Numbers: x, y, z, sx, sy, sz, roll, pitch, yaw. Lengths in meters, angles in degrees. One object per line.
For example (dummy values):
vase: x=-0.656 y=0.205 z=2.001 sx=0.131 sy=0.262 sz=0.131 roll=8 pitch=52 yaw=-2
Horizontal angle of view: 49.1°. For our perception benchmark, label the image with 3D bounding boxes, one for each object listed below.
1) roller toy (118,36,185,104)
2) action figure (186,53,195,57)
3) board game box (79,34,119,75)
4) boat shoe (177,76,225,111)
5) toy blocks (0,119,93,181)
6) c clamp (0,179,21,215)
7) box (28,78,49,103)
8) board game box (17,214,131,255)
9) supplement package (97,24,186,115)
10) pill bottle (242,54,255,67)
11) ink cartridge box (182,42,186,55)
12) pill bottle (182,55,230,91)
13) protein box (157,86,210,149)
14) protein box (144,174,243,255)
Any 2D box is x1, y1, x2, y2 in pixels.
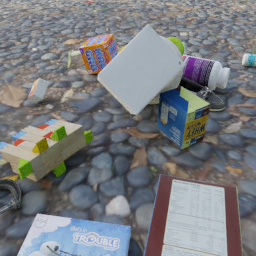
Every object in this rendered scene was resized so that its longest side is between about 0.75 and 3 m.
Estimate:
roller toy: x=0.885 y=-2.253 z=11.228 sx=2.685 sy=2.449 sz=1.876 roll=-1 pitch=-6 yaw=5
action figure: x=3.290 y=-3.658 z=14.819 sx=1.082 sy=0.552 sz=0.643 roll=-18 pitch=19 yaw=-17
board game box: x=-1.348 y=-3.659 z=13.879 sx=1.394 sy=1.395 sz=1.394 roll=-4 pitch=35 yaw=20
boat shoe: x=2.691 y=-1.574 z=11.806 sx=2.958 sy=0.843 sz=0.989 roll=27 pitch=45 yaw=31
toy blocks: x=-2.773 y=0.532 z=8.810 sx=1.929 sy=1.410 sz=2.822 roll=12 pitch=33 yaw=32
c clamp: x=-3.718 y=2.223 z=7.286 sx=1.879 sy=0.298 sz=2.199 roll=25 pitch=45 yaw=37
box: x=-3.733 y=-1.563 z=11.654 sx=0.620 sy=0.433 sz=0.814 roll=-15 pitch=55 yaw=48
board game box: x=-1.247 y=3.048 z=5.931 sx=2.338 sy=0.507 sz=2.327 roll=5 pitch=36 yaw=6
supplement package: x=0.379 y=-1.858 z=9.299 sx=2.272 sy=1.769 sz=1.260 roll=-46 pitch=9 yaw=-2
pill bottle: x=6.583 y=-3.508 z=14.573 sx=1.113 sy=0.617 sz=0.617 roll=9 pitch=38 yaw=11
ink cartridge box: x=2.282 y=-3.959 z=14.851 sx=1.509 sy=0.634 sz=1.093 roll=-7 pitch=34 yaw=19
pill bottle: x=3.266 y=-2.452 z=12.588 sx=2.336 sy=1.314 sz=1.314 roll=18 pitch=41 yaw=23
protein box: x=1.856 y=-0.380 z=9.685 sx=0.998 sy=1.480 sz=1.469 roll=-20 pitch=41 yaw=-25
protein box: x=1.090 y=2.499 z=5.236 sx=1.505 sy=2.214 sz=2.231 roll=8 pitch=38 yaw=11
